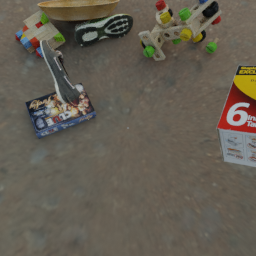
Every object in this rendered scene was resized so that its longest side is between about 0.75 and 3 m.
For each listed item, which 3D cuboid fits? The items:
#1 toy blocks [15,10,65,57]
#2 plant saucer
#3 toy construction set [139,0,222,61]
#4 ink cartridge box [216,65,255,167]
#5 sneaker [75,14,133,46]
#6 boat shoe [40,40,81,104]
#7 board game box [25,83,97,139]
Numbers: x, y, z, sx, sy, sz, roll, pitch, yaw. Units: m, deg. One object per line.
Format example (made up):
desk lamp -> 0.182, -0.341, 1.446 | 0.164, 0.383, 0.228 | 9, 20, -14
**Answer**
toy blocks -> -3.129, -3.153, 9.634 | 1.291, 0.944, 1.889 | -38, 65, -7
plant saucer -> -1.684, -4.159, 9.786 | 2.794, 0.495, 2.794 | -1, 30, 1
toy construction set -> 1.415, -3.338, 8.681 | 2.405, 2.884, 2.216 | 28, 69, 24
ink cartridge box -> 3.035, -0.347, 4.716 | 2.457, 1.030, 2.157 | 8, 54, 31
sneaker -> -0.910, -3.686, 9.936 | 2.238, 0.860, 0.991 | -18, 51, -14
boat shoe -> -1.530, -1.339, 6.429 | 0.469, 0.550, 1.645 | -23, 79, 3
board game box -> -2.001, -0.549, 8.366 | 1.791, 0.310, 1.213 | -23, 63, -12
